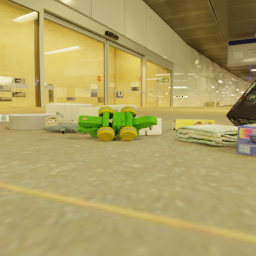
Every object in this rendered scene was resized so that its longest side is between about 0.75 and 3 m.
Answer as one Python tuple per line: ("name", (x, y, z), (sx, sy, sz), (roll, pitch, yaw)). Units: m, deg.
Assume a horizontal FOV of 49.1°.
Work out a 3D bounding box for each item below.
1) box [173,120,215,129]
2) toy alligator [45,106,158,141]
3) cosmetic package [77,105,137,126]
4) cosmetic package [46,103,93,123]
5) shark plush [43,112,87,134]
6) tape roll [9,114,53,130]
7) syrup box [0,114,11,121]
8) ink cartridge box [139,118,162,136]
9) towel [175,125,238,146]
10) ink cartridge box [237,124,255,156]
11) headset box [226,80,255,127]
("box", (2.265, -0.113, 9.727), (1.400, 0.351, 0.527), (0, -1, 7))
("toy alligator", (-0.667, -0.022, 7.326), (2.844, 0.843, 0.772), (-1, -35, 0))
("cosmetic package", (-0.655, -0.384, 9.989), (1.287, 0.870, 2.447), (2, 6, 20))
("cosmetic package", (-2.833, -0.744, 13.486), (2.116, 0.898, 1.139), (3, 8, 35))
("shark plush", (-1.952, 0.069, 8.888), (1.468, 0.667, 0.611), (23, 33, 17))
("tape roll", (-3.630, -0.256, 10.513), (1.573, 0.520, 1.573), (-1, 5, 0))
("syrup box", (-6.055, -0.518, 14.019), (0.889, 0.350, 0.362), (-2, 6, -19))
("ink cartridge box", (0.306, -0.057, 8.501), (1.214, 0.503, 0.891), (-2, 5, -18))
("towel", (2.182, 0.166, 6.947), (1.397, 0.393, 1.632), (-1, 6, -25))
("ink cartridge box", (2.812, 0.229, 5.388), (1.529, 0.584, 1.043), (-8, 9, -44))
("headset box", (3.996, -0.606, 7.838), (0.867, 1.627, 1.869), (42, -3, -13))
